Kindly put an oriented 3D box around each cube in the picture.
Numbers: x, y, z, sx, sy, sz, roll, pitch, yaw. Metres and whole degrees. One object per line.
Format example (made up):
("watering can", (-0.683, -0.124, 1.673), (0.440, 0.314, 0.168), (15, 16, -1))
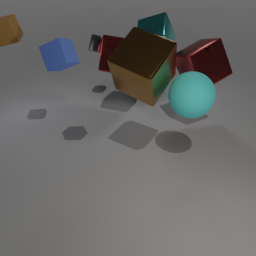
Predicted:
("cube", (-3.851, -3.092, 8.875), (0.700, 0.700, 0.700), (-13, 38, 4))
("cube", (-0.235, -2.950, 11.488), (1.400, 1.400, 1.400), (14, 16, 15))
("cube", (0.457, -1.749, 8.091), (1.400, 1.400, 1.400), (28, 70, 19))
("cube", (1.299, -4.198, 12.995), (1.400, 1.400, 1.400), (-7, 62, 26))
("cube", (2.742, -2.380, 10.453), (1.400, 1.400, 1.400), (-30, 21, -6))
("cube", (-1.899, -2.030, 7.810), (0.700, 0.700, 0.700), (-16, 6, 21))

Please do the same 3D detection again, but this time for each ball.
("ball", (1.916, -0.994, 8.456), (1.400, 1.400, 1.400), (0, 31, 0))

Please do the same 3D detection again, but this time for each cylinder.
("cylinder", (-1.378, -3.790, 12.650), (0.700, 0.700, 0.700), (14, 11, -3))
